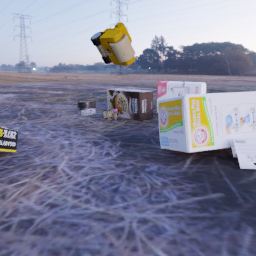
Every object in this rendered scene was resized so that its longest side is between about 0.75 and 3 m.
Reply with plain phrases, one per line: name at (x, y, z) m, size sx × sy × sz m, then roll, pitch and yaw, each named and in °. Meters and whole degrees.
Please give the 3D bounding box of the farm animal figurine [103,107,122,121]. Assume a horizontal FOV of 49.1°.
farm animal figurine at (-0.734, -0.581, 12.503) m, size 0.997 × 0.526 × 1.008 m, roll -7°, pitch 11°, yaw 38°

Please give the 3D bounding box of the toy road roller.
toy road roller at (-0.347, -3.410, 11.012) m, size 1.491 × 1.255 × 2.043 m, roll -47°, pitch 38°, yaw -17°

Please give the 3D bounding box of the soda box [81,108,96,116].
soda box at (-1.960, -0.791, 13.925) m, size 0.283 × 0.263 × 0.830 m, roll 7°, pitch 14°, yaw 30°

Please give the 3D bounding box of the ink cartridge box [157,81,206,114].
ink cartridge box at (2.611, -1.466, 13.806) m, size 2.212 × 1.621 × 0.916 m, roll 6°, pitch 13°, yaw 26°

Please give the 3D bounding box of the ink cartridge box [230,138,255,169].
ink cartridge box at (3.023, 0.649, 6.672) m, size 0.973 × 0.217 × 0.857 m, roll 2°, pitch 54°, yaw 0°

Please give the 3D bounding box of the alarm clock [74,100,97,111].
alarm clock at (-2.228, -1.300, 15.736) m, size 1.046 × 0.516 × 1.551 m, roll 6°, pitch 15°, yaw 27°

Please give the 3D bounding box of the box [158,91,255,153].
box at (2.399, -0.202, 7.763) m, size 2.793 × 1.416 × 1.571 m, roll -5°, pitch 2°, yaw -20°

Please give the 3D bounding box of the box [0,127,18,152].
box at (-4.563, 0.189, 6.833) m, size 2.795 × 0.690 × 2.232 m, roll 2°, pitch -8°, yaw 9°

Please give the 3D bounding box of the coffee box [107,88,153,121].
coffee box at (0.066, -1.152, 13.154) m, size 0.911 × 1.290 × 2.282 m, roll -12°, pitch 16°, yaw -41°
